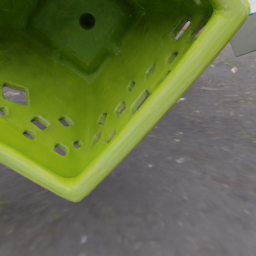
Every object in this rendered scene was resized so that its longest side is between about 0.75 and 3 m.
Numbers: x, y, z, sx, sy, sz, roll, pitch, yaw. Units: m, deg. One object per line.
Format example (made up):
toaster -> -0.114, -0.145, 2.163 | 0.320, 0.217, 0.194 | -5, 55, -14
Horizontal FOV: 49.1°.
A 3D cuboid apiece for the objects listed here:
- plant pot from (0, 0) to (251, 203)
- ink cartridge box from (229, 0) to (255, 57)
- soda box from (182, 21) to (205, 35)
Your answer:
plant pot -> -0.769, -1.299, 3.544 | 2.803, 2.790, 2.544 | 37, 20, -13
ink cartridge box -> 2.648, -2.631, 6.049 | 1.082, 1.054, 1.684 | -15, 55, 30
soda box -> 0.958, -2.787, 6.511 | 2.188, 0.748, 0.696 | 14, 22, -11
